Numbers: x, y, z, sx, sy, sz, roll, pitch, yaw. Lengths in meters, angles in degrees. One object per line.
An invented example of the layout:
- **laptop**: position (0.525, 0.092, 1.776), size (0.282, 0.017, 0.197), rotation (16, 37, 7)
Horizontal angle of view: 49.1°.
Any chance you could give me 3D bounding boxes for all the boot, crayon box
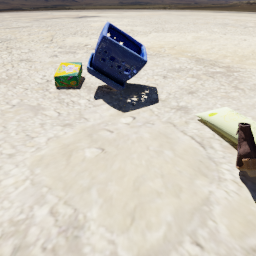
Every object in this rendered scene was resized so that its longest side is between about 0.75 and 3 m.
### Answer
- **boot**: position (2.562, 0.397, 6.063), size (0.469, 1.077, 1.295), rotation (-8, 1, 12)
- **crayon box**: position (-2.613, -2.412, 12.428), size (1.000, 0.491, 1.684), rotation (-1, 33, -1)

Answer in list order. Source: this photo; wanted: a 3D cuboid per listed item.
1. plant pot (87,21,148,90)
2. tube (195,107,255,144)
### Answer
- **plant pot**: position (-0.522, -2.825, 11.392), size (2.006, 1.804, 2.006), rotation (28, 29, -18)
- **tube**: position (3.046, -0.031, 7.862), size (0.860, 0.769, 2.963), rotation (28, 13, -22)
